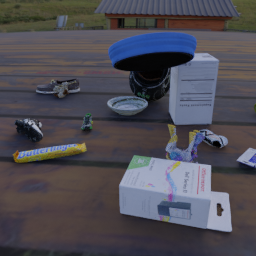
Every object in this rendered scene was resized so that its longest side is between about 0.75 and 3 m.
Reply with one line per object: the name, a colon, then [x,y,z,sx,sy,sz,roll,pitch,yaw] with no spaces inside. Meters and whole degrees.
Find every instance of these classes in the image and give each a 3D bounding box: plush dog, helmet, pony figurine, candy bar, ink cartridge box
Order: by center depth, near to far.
ink cartridge box: [1.207,1.504,6.802,2.556,0.860,1.497,6,25,13]
pony figurine: [1.574,0.816,7.913,1.522,1.577,1.313,11,14,-14]
ink cartridge box: [3.858,0.965,8.788,0.522,0.204,1.103,21,30,37]
candy bar: [-2.512,0.796,9.093,2.330,0.258,0.581,-7,25,-16]
helmet: [1.119,-2.444,13.717,2.320,2.320,2.212,3,-11,6]
plush dog: [-3.427,-1.863,14.610,0.905,0.726,0.778,-22,33,20]

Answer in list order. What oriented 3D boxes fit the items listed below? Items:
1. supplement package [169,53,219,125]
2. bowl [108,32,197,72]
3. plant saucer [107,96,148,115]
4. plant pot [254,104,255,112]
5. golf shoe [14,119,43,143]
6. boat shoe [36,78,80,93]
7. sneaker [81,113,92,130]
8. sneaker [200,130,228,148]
supplement package: [2.605,-1.620,11.495,1.557,2.599,1.576,-1,25,-2]
bowl: [0.808,-2.393,9.214,2.869,0.563,2.869,-5,0,0]
plant saucer: [-0.015,-0.948,12.628,1.817,0.456,1.817,-1,25,0]
plant pot: [6.046,-0.929,12.335,0.787,0.817,0.817,-16,26,-4]
golf shoe: [-3.494,-0.025,10.378,0.829,0.682,1.754,-22,34,-39]
boat shoe: [-3.837,-2.317,15.313,2.331,0.694,0.837,-3,25,-7]
sneaker: [-1.634,-0.244,11.090,0.430,0.469,1.101,-2,25,-5]
sneaker: [2.882,0.378,9.814,1.128,0.416,0.451,18,32,35]
